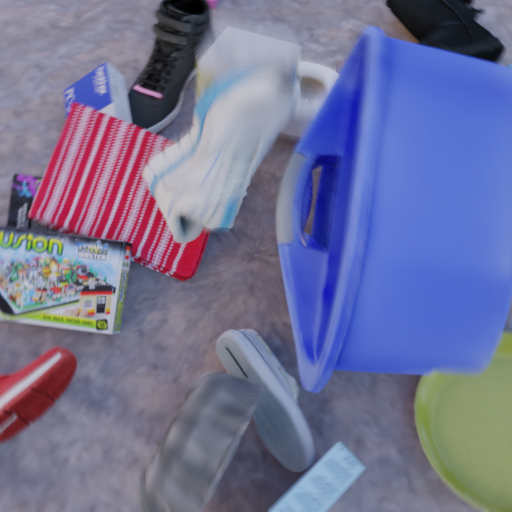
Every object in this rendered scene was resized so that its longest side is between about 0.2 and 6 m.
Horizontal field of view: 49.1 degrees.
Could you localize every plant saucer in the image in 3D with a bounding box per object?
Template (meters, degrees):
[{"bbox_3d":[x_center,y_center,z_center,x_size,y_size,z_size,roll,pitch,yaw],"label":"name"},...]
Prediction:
[{"bbox_3d":[3.212,2.098,6.994,2.392,0.372,2.392,-6,54,9],"label":"plant saucer"}]

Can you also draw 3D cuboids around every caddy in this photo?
[{"bbox_3d":[1.420,-0.507,6.895,2.333,3.143,4.445,10,76,-2],"label":"caddy"}]

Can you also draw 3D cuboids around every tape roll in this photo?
[{"bbox_3d":[0.797,-2.700,9.576,1.504,0.526,1.504,1,50,-2],"label":"tape roll"}]

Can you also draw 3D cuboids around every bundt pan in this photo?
[{"bbox_3d":[-0.699,2.119,6.266,0.718,1.912,1.912,30,65,1],"label":"bundt pan"}]

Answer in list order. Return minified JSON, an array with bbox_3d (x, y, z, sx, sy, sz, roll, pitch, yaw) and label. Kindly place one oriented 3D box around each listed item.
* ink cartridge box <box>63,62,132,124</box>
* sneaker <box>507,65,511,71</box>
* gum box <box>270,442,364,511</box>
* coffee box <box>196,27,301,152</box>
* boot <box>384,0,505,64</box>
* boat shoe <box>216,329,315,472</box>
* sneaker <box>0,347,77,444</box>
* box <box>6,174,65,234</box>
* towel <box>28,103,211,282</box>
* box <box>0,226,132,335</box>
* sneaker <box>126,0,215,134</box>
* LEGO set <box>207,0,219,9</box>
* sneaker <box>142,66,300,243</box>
[{"bbox_3d":[-2.569,-2.076,9.190,1.003,0.472,2.135,-26,60,19],"label":"ink cartridge box"},{"bbox_3d":[3.549,-2.497,9.492,2.430,1.007,0.862,-24,96,3],"label":"sneaker"},{"bbox_3d":[0.335,2.923,6.107,1.790,1.521,0.399,-38,68,-19],"label":"gum box"},{"bbox_3d":[-0.125,-2.420,8.154,1.174,1.161,1.172,18,48,8],"label":"coffee box"},{"bbox_3d":[3.080,-4.124,10.271,2.548,0.943,2.088,-19,65,-18],"label":"boot"},{"bbox_3d":[0.256,1.741,7.218,0.656,0.723,1.966,-12,66,-47],"label":"boat shoe"},{"bbox_3d":[-3.652,1.754,7.072,1.459,0.989,2.525,42,68,18],"label":"sneaker"},{"bbox_3d":[-3.017,-0.639,8.514,1.485,0.268,1.061,8,90,2],"label":"box"},{"bbox_3d":[-1.815,-0.929,8.223,2.613,0.294,1.890,22,88,-2],"label":"towel"},{"bbox_3d":[-3.040,0.301,7.884,2.393,0.415,1.317,7,86,4],"label":"box"},{"bbox_3d":[-1.613,-3.359,9.578,1.009,1.416,2.854,25,67,11],"label":"sneaker"},{"bbox_3d":[0.260,-6.806,11.335,1.507,1.621,3.950,19,63,9],"label":"LEGO set"},{"bbox_3d":[-0.348,-1.067,6.841,1.123,2.997,1.298,-6,71,-34],"label":"sneaker"}]
